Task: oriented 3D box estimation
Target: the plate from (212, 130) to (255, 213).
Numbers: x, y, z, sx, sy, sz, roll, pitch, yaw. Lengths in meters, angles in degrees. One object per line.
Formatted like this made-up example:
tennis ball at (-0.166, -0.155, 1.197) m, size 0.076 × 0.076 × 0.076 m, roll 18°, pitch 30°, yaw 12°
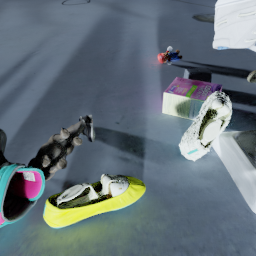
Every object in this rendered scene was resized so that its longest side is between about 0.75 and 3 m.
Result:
plate at (3.735, 0.756, 6.752) m, size 2.771 × 0.448 × 2.765 m, roll -4°, pitch 34°, yaw -5°

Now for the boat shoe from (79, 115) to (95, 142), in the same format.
boat shoe at (-1.163, 0.006, 7.845) m, size 0.402 × 0.493 × 1.334 m, roll -6°, pitch 31°, yaw -9°

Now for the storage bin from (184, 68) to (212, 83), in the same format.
storage bin at (2.542, -1.795, 10.334) m, size 1.123 × 0.754 × 0.817 m, roll -3°, pitch 34°, yaw -7°

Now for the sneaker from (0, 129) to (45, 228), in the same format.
sneaker at (-2.559, 0.904, 5.807) m, size 1.695 × 1.174 × 2.807 m, roll -5°, pitch 41°, yaw 1°

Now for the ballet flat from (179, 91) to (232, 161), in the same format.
ballet flat at (2.236, -0.152, 7.269) m, size 0.901 × 0.901 × 2.511 m, roll 21°, pitch 56°, yaw 28°

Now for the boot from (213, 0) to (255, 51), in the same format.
boot at (1.480, -1.127, 2.949) m, size 0.497 × 0.645 × 1.351 m, roll -1°, pitch 11°, yaw -30°

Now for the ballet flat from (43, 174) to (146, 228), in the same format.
ballet flat at (-0.598, 1.325, 5.614) m, size 2.199 × 0.737 × 0.735 m, roll -15°, pitch 35°, yaw -22°

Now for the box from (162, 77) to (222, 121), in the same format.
box at (2.076, -0.944, 9.031) m, size 1.560 × 0.754 × 1.372 m, roll 16°, pitch 37°, yaw 21°

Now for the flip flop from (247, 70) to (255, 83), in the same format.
flip flop at (5.493, -1.958, 10.696) m, size 1.827 × 0.741 × 0.526 m, roll -8°, pitch 51°, yaw -9°

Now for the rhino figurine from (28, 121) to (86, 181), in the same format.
rhino figurine at (-1.643, 0.441, 6.825) m, size 0.977 × 0.668 × 2.235 m, roll -33°, pitch 17°, yaw 34°

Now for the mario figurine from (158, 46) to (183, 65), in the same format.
mario figurine at (1.912, -3.277, 12.676) m, size 1.233 × 0.653 × 0.761 m, roll -17°, pitch 37°, yaw -26°
